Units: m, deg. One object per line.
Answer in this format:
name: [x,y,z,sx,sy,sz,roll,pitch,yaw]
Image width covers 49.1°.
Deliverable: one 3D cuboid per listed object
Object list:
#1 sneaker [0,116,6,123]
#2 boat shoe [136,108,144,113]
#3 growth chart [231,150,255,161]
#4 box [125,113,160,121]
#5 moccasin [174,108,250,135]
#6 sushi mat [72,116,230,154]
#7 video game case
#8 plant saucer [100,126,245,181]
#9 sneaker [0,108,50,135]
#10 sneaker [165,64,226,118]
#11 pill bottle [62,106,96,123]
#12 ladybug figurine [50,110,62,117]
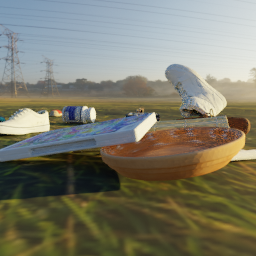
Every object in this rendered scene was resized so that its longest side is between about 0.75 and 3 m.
sneaker: [-4.119,-0.149,7.268,1.008,0.858,2.211,6,9,18]
boat shoe: [0.812,-1.030,17.585,0.343,0.362,0.957,7,18,25]
growth chart: [1.043,0.347,5.331,1.869,0.229,2.582,-3,7,-35]
box: [0.608,-0.392,11.283,1.321,0.382,1.662,0,6,3]
moccasin: [1.761,-0.043,6.186,1.712,0.626,0.661,4,-20,28]
sushi mat: [0.473,0.113,5.426,2.921,0.177,1.398,-2,23,10]
video game case: [-0.769,0.121,4.861,2.312,0.208,1.655,-9,8,16]
plant saucer: [0.597,0.318,3.910,1.945,0.364,1.945,-7,7,1]
sneaker: [-3.018,-0.198,7.905,0.726,0.704,1.988,0,5,22]
sneaker: [1.480,-0.858,6.995,1.813,0.668,1.048,39,53,15]
pill bottle: [-1.938,-0.521,11.102,1.194,0.691,0.691,2,6,13]
ladybug figurine: [-3.992,-0.819,15.478,0.632,0.335,0.931,0,6,0]
